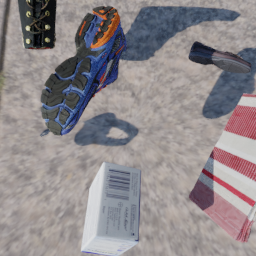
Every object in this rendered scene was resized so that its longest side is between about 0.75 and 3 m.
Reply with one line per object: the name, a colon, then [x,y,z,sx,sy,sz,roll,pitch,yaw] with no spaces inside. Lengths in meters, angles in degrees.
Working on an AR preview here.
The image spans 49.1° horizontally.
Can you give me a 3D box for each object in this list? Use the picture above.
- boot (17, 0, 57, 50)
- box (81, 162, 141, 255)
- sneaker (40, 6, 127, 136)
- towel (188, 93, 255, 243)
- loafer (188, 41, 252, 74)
boot: [-2.031,-2.944,6.379,1.031,2.856,2.157,-4,102,-17]
box: [-0.249,1.191,3.987,0.569,1.085,0.998,13,55,-12]
sneaker: [-0.648,-0.944,5.090,0.948,0.988,2.518,19,76,36]
towel: [1.875,0.494,4.558,0.254,1.607,2.232,26,93,-15]
loafer: [2.413,-1.855,7.243,1.641,0.590,0.517,15,80,3]
